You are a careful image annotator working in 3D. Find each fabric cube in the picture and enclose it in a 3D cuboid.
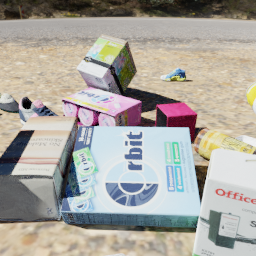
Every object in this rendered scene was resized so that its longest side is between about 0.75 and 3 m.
[{"bbox_3d":[1.629,-0.179,9.662,1.071,1.054,1.074,-5,27,-14],"label":"fabric cube"}]

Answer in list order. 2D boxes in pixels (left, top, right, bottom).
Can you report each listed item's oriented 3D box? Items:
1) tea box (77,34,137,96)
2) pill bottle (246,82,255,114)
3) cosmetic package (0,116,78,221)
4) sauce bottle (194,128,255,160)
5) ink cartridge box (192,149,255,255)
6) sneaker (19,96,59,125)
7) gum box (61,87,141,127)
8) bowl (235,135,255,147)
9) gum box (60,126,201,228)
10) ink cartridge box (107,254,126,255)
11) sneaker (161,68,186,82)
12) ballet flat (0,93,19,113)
[{"bbox_3d":[-0.818,-2.517,12.149,1.377,2.060,2.027,23,72,24],"label":"tea box"},{"bbox_3d":[5.533,-1.050,11.163,1.206,1.206,2.154,4,26,8],"label":"pill bottle"},{"bbox_3d":[-2.239,0.867,7.332,1.540,1.300,2.979,-1,27,-1],"label":"cosmetic package"},{"bbox_3d":[3.217,0.838,7.822,0.926,0.926,2.806,-24,34,-38],"label":"sauce bottle"},{"bbox_3d":[2.051,1.636,4.799,1.641,2.239,0.930,10,29,18],"label":"ink cartridge box"},{"bbox_3d":[-3.058,-0.426,10.110,2.581,1.059,0.906,16,31,28],"label":"sneaker"},{"bbox_3d":[-1.078,-0.690,10.761,2.808,0.929,1.594,19,33,32],"label":"gum box"},{"bbox_3d":[3.730,0.682,8.704,1.034,0.386,1.035,-22,35,-36],"label":"bowl"},{"bbox_3d":[0.103,1.071,6.849,2.972,0.662,2.525,1,47,1],"label":"gum box"},{"bbox_3d":[-0.518,2.931,3.757,1.519,0.891,2.074,-4,26,-9],"label":"ink cartridge box"},{"bbox_3d":[2.520,-2.980,15.431,1.419,0.745,0.537,2,27,3],"label":"sneaker"},{"bbox_3d":[-5.371,-1.173,11.986,2.014,0.736,0.736,15,31,27],"label":"ballet flat"}]
